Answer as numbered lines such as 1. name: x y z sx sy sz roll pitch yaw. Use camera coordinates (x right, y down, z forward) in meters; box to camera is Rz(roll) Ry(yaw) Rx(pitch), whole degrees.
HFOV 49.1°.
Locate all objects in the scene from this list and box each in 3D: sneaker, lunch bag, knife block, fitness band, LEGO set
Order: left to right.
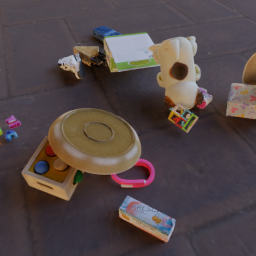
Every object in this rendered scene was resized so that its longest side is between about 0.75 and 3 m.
1. LEGO set: -4.416 0.168 9.434 1.687 0.644 0.692 -25 46 -15
2. sneaker: -2.512 -2.598 12.301 1.077 0.707 1.872 -16 41 -2
3. knife block: -1.779 -3.214 12.903 1.590 0.509 1.396 1 43 0
4. fitness band: 0.140 1.341 8.487 1.321 0.247 0.949 0 44 -2
5. sneaker: 2.716 -1.324 11.013 0.635 0.585 1.439 -19 51 -28
6. lunch bag: 4.394 -1.084 10.429 1.217 0.913 1.435 8 52 21

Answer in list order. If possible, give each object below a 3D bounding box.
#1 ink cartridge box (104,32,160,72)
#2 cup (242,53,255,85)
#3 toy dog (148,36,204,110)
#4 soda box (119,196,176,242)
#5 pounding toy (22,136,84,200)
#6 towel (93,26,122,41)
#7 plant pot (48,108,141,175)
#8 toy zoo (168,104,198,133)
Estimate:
1. ink cartridge box: 0.213 -3.005 12.311 2.085 1.069 2.821 -10 46 -10
2. cup: 5.682 -1.747 10.140 1.720 2.405 2.405 -13 46 -18
3. toy dog: 1.951 -1.917 10.193 1.785 2.558 2.480 -12 10 -2
4. soda box: 0.478 2.346 7.281 1.440 0.493 0.458 22 49 20
5. pounding toy: -1.824 1.010 7.951 1.671 1.188 1.538 18 56 11
6. towel: -0.989 -4.845 14.626 0.980 0.426 1.755 -32 53 -30
7. plant pot: -0.871 0.202 8.035 2.713 0.373 2.713 12 36 -9
8. toy zoo: 1.849 -0.384 9.725 0.987 0.648 0.101 38 15 19
